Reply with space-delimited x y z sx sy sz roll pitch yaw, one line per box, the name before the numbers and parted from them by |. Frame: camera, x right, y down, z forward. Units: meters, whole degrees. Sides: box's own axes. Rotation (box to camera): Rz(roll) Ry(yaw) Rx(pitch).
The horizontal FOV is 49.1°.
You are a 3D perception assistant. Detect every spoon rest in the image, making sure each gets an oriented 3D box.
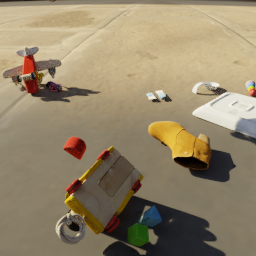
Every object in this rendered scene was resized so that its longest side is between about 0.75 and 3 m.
spoon rest | 3.036 -1.635 10.884 1.197 0.363 0.595 -18 34 -27

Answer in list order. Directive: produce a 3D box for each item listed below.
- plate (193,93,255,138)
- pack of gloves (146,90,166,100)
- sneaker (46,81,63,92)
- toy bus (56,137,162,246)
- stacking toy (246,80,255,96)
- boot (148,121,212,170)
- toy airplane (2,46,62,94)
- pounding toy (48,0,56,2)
plate | 3.636 -0.575 9.024 2.282 0.370 2.287 26 39 37
pack of gloves | 1.036 -1.170 10.358 0.633 0.149 0.753 -11 26 -2
sneaker | -2.954 -1.600 10.934 0.792 0.313 0.378 15 44 27
toy bus | -0.587 1.274 5.087 2.019 1.043 1.905 15 45 -34
stacking toy | 4.720 -1.487 10.672 0.363 0.363 0.850 6 34 11
boot | 1.211 0.419 7.015 1.752 0.617 1.254 14 30 15
toy airplane | -3.794 -2.277 11.084 1.831 1.292 1.823 29 71 21
pounding toy | -2.138 -4.563 8.395 1.871 1.070 1.073 -33 17 -23
